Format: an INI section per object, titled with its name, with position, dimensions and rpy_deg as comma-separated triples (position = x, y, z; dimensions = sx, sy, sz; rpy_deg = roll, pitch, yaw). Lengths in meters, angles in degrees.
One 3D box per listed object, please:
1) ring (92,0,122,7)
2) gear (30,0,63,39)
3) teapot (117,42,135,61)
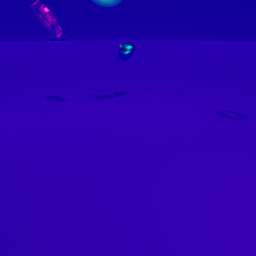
[ring]
position = -0.728, -4.607, 9.366
dimensions = 1.296, 0.259, 1.296
rpy_deg = 2, -25, 1
[gear]
position = -2.820, -3.758, 9.742
dimensions = 0.255, 1.377, 1.377
rpy_deg = -44, 34, -11
[teapot]
position = -0.128, -3.233, 11.730
dimensions = 0.663, 0.842, 1.354
rpy_deg = 41, 30, -10
